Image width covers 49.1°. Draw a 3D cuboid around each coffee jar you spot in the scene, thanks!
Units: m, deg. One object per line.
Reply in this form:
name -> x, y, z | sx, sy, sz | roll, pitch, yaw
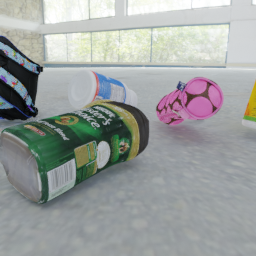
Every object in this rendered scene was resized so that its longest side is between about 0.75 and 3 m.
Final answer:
coffee jar -> -0.772, 0.248, 4.853 | 1.288, 1.054, 2.470 | 19, 27, 38

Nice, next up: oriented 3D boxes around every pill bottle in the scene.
pill bottle -> -0.727, -1.037, 9.081 | 1.238, 1.238, 2.206 | 13, 1, 40
pill bottle -> 3.849, -0.988, 7.041 | 1.273, 2.293, 1.273 | 16, 6, -2

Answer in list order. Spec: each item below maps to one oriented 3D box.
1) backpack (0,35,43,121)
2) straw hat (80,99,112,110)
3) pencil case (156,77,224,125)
backpack -> -3.846, -1.509, 8.513 | 1.582, 2.147, 2.352 | -4, -20, 12
straw hat -> -0.730, -0.017, 6.881 | 1.396, 0.591, 1.396 | -12, 46, 13
pencil case -> 1.458, -0.602, 7.470 | 1.127, 1.163, 2.484 | 40, -7, -2
